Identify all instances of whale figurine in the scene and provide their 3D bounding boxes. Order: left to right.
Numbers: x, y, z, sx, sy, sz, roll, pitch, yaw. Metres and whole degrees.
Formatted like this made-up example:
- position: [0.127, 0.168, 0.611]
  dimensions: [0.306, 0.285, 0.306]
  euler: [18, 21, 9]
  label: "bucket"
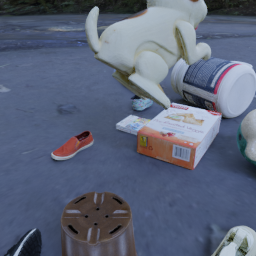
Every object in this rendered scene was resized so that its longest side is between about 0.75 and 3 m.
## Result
- position: [3.482, 0.699, 6.390]
  dimensions: [1.993, 1.300, 2.505]
  euler: [-3, 50, -14]
  label: "whale figurine"

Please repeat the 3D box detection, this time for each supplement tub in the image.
- position: [2.928, -1.557, 9.847]
  dimensions: [1.791, 1.791, 2.552]
  euler: [-17, 32, -30]
  label: "supplement tub"

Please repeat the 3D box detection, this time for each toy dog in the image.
- position: [0.624, -2.212, 6.349]
  dimensions: [2.650, 2.734, 1.907]
  euler: [37, 0, -14]
  label: "toy dog"

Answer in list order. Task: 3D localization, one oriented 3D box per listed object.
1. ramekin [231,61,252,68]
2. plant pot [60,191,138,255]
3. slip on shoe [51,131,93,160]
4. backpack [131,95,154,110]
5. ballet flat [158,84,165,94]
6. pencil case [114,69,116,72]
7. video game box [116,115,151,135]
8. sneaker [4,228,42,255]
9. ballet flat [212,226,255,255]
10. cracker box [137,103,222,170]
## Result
- position: [4.988, -2.620, 13.128]
  dimensions: [1.451, 0.708, 1.451]
  euler: [0, 28, 0]
  label: "ramekin"
- position: [-0.417, 1.702, 4.027]
  dimensions: [1.277, 1.264, 1.277]
  euler: [0, 28, 0]
  label: "plant pot"
- position: [-1.467, 0.445, 7.435]
  dimensions: [0.499, 0.412, 1.346]
  euler: [23, 36, 35]
  label: "slip on shoe"
- position: [0.516, -0.985, 10.067]
  dimensions: [0.732, 0.555, 0.877]
  euler: [-2, 20, 42]
  label: "backpack"
- position: [0.585, -1.944, 11.599]
  dimensions: [0.895, 0.822, 2.607]
  euler: [-7, 26, -37]
  label: "ballet flat"
- position: [-0.180, -2.951, 13.951]
  dimensions: [0.610, 0.559, 1.344]
  euler: [14, 30, 19]
  label: "pencil case"
- position: [0.186, -0.106, 8.749]
  dimensions: [0.779, 0.200, 0.855]
  euler: [14, 30, 31]
  label: "video game box"
- position: [-1.852, 2.065, 4.124]
  dimensions: [0.659, 0.570, 1.505]
  euler: [1, 26, 13]
  label: "sneaker"
- position: [1.689, 1.920, 4.425]
  dimensions: [0.539, 0.539, 1.552]
  euler: [22, 34, 37]
  label: "ballet flat"
- position: [1.488, 0.101, 7.797]
  dimensions: [1.581, 0.681, 2.361]
  euler: [15, 30, 27]
  label: "cracker box"
